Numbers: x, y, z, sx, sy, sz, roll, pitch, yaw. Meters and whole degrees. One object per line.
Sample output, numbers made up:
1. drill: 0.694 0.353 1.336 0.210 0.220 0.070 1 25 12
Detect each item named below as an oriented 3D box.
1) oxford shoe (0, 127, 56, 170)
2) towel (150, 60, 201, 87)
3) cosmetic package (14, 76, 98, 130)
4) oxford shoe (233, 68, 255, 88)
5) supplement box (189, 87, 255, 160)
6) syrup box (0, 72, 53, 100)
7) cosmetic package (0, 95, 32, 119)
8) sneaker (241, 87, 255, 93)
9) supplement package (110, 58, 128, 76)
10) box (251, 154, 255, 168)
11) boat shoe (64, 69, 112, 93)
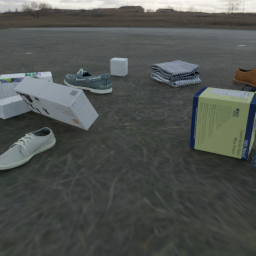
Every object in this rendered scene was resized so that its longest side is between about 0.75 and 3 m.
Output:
1. oxford shoe: -2.594 0.467 7.058 0.697 0.535 1.854 16 30 28
2. towel: 2.317 -2.734 13.755 1.719 0.888 2.076 -13 27 -25
3. cosmetic package: -2.354 -0.824 8.979 2.811 1.160 0.712 17 63 36
4. oxford shoe: 6.081 -2.305 12.908 2.344 0.835 0.836 17 28 30
5. supplement box: 2.505 -0.173 7.270 1.487 1.488 0.999 11 26 27
6. syrup box: -4.225 -1.729 11.492 2.237 0.911 0.881 -8 26 -16
7. cosmetic package: -3.986 -0.780 9.833 0.725 0.521 1.285 14 29 33
8. sneaker: 5.107 -1.416 10.972 1.146 0.749 2.049 20 32 36
9. supplement package: -0.478 -3.298 15.083 0.794 0.830 0.611 9 26 18
10. box: 3.653 0.807 6.556 1.177 0.300 0.928 21 30 39
11. boat shoe: -1.838 -2.244 12.671 2.824 0.872 1.028 19 30 36
